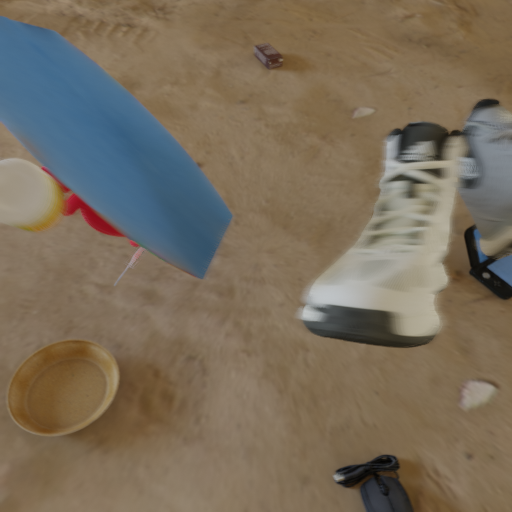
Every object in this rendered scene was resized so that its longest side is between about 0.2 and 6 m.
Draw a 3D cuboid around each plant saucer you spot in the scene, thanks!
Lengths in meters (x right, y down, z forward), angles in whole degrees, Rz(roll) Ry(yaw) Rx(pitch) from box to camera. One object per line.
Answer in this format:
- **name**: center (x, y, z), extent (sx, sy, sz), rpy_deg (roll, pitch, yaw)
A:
- **plant saucer**: center (-2.598, 1.815, 7.645), extent (1.484, 0.263, 1.484), rpy_deg (0, 47, 0)

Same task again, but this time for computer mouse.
- **computer mouse**: center (1.504, 2.941, 6.547), extent (0.870, 0.331, 1.256), rpy_deg (-11, 48, -11)

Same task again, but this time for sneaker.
- **sneaker**: center (1.326, -0.384, 5.622), extent (1.259, 1.919, 3.336), rpy_deg (7, 13, 22)
- **sneaker**: center (3.461, -1.455, 6.812), extent (1.227, 3.270, 1.888), rpy_deg (-13, 66, -27)

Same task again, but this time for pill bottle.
- **pill bottle**: center (-1.987, -0.493, 4.906), extent (0.539, 0.971, 0.539), rpy_deg (0, 87, -8)

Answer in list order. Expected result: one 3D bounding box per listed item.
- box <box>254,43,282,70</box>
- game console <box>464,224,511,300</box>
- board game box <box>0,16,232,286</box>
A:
- **box**: center (0.300, -4.998, 14.000), extent (0.404, 0.303, 0.807), rpy_deg (-19, 48, -17)
- **game console**: center (4.113, -0.080, 9.099), extent (1.260, 0.734, 1.109), rpy_deg (-26, 52, -22)
- **board game box**: center (-2.051, -1.245, 7.109), extent (3.752, 0.925, 4.749), rpy_deg (46, 13, -10)
